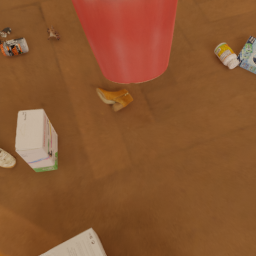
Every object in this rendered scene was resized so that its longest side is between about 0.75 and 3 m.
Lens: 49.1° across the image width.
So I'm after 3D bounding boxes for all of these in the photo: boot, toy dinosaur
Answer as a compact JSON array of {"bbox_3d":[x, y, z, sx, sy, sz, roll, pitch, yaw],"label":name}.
[{"bbox_3d":[-0.476,-1.205,10.213,0.877,0.431,1.226,-39,73,-24],"label":"boot"},{"bbox_3d":[-3.053,-3.939,11.665,0.580,0.367,0.856,-1,51,-8],"label":"toy dinosaur"}]

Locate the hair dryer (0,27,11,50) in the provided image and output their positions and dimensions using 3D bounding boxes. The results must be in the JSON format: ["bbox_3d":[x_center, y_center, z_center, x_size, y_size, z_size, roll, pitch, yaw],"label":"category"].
[{"bbox_3d":[-5.703,-3.807,11.539,1.562,0.424,1.190,4,64,4],"label":"hair dryer"}]

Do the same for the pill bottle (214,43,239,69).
[{"bbox_3d":[3.869,-2.801,10.935,0.545,0.545,0.982,-22,65,-11],"label":"pill bottle"}]

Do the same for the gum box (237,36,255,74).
[{"bbox_3d":[5.274,-2.728,10.989,1.687,0.376,1.433,31,66,15],"label":"gum box"}]

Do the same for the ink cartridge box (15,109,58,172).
[{"bbox_3d":[-2.712,0.420,8.537,0.749,1.784,1.292,-6,63,-2],"label":"ink cartridge box"}]

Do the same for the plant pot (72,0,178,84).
[{"bbox_3d":[0.046,-2.861,7.931,2.923,2.586,2.923,-6,38,5],"label":"plant pot"}]

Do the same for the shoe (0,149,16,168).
[{"bbox_3d":[-4.262,0.886,9.095,1.379,0.368,0.482,24,65,12],"label":"shoe"}]

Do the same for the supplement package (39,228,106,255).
[{"bbox_3d":[-1.630,3.730,7.071,2.285,1.299,1.251,-25,63,-11],"label":"supplement package"}]

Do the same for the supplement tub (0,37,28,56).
[{"bbox_3d":[-4.510,-3.210,11.135,0.945,0.579,0.579,-17,64,-8],"label":"supplement tub"}]
